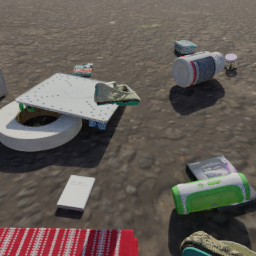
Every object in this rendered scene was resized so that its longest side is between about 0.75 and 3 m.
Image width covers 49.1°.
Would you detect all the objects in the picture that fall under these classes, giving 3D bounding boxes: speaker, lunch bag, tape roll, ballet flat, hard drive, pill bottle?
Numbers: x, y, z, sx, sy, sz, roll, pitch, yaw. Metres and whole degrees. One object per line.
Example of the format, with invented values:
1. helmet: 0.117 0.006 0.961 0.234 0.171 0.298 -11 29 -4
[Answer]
1. speaker: 1.795 1.440 6.157 1.571 0.695 0.695 -13 35 2
2. lunch bag: 3.008 -4.280 14.707 0.943 0.453 1.176 -9 36 -13
3. tape roll: -2.811 -0.252 8.915 2.679 0.490 2.679 0 35 0
4. ballet flat: -0.184 -0.785 6.407 0.578 0.534 1.713 -6 1 26
5. hard drive: -1.218 1.534 6.692 0.629 0.125 0.954 6 36 8
6. pill bottle: 2.925 -2.465 11.465 2.018 1.207 1.207 -19 39 -25
7. ballet flat: 2.156 2.516 4.770 2.545 0.863 0.958 23 27 33

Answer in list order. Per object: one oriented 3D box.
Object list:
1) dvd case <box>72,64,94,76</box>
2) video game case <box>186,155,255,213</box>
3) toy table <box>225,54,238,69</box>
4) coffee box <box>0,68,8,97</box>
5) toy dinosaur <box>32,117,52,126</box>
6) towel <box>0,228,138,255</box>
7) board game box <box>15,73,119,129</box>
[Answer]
1. dvd case: -2.029 -2.649 12.666 0.854 0.129 1.170 -1 36 -1
2. video game case: 2.311 1.322 6.981 1.134 0.151 1.588 -11 36 -14
3. toy table: 4.735 -3.076 12.974 0.741 0.472 0.806 25 43 31
4. coffee box: -6.171 -1.808 10.604 2.748 1.097 1.553 21 40 27
5. toy dinosaur: -2.709 -0.152 8.938 0.490 0.264 1.112 7 25 11
6. towel: -1.248 2.702 4.874 2.832 0.318 2.048 0 37 3
7. board game box: -1.710 -1.046 9.653 2.989 0.387 2.988 13 30 9
